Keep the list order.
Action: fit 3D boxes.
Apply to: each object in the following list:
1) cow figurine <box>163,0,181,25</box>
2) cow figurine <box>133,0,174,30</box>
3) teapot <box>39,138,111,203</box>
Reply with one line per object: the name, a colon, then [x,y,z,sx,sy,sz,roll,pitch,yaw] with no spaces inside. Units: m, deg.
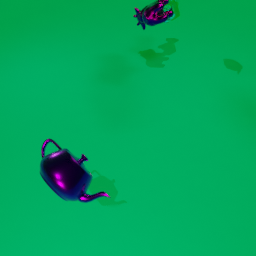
cow figurine: [1.533,-4.023,9.216,1.075,1.093,0.600,-28,13,-21]
cow figurine: [0.658,-3.376,8.409,1.338,0.746,1.359,-12,28,31]
teapot: [-0.801,0.649,3.985,0.626,0.794,1.278,-43,78,-8]
